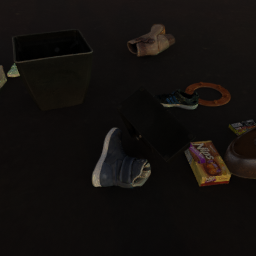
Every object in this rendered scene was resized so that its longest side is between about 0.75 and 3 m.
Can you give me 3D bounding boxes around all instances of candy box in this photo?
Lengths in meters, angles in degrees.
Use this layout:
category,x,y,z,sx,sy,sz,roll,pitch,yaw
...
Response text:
category,x,y,z,sx,sy,sz,roll,pitch,yaw
candy box,2.198,0.962,7.895,0.815,0.395,1.398,-5,40,-7

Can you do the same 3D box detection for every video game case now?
category,x,y,z,sx,sy,sz,roll,pitch,yaw
video game case,3.995,0.073,9.258,0.982,0.125,0.888,-12,39,-16

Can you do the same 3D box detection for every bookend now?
category,x,y,z,sx,sy,sz,roll,pitch,yaw
bookend,0.821,0.224,7.776,0.937,2.034,2.021,-39,64,-7

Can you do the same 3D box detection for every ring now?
category,x,y,z,sx,sy,sz,roll,pitch,yaw
ring,3.174,-1.402,11.125,1.749,0.168,1.749,-1,38,0

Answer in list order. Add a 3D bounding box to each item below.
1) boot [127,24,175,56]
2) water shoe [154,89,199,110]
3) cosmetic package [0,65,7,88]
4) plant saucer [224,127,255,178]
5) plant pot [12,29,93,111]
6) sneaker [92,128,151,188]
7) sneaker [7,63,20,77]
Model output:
category,x,y,z,sx,sy,sz,roll,pitch,yaw
boot,1.004,-4.574,14.610,2.158,1.037,2.951,-19,32,-9
water shoe,1.752,-1.164,10.391,1.715,0.677,0.613,8,38,10
cosmetic package,-6.098,-2.103,11.526,1.760,0.768,0.910,4,38,5
plant saucer,3.795,0.424,7.439,2.643,0.424,2.643,-25,14,7
plant pot,-2.697,-2.082,10.348,2.470,2.196,2.476,-12,40,-16
sneaker,-0.024,0.793,7.704,1.431,0.753,1.980,0,46,17
sneaker,-4.919,-2.930,12.479,0.567,0.909,1.541,12,41,13
